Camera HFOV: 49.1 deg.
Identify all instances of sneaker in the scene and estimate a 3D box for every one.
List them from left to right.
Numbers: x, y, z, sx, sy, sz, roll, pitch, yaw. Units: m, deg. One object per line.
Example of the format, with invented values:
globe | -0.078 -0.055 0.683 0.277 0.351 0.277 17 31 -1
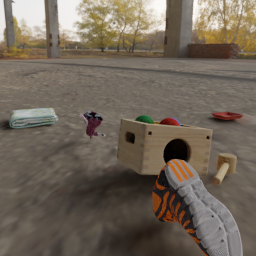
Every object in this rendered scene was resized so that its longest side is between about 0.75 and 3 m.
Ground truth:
sneaker | 0.853 1.222 3.786 0.585 0.845 1.508 -9 55 -28

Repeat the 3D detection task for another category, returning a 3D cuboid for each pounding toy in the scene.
pounding toy | 1.129 0.337 5.289 2.164 0.990 1.902 4 4 -20

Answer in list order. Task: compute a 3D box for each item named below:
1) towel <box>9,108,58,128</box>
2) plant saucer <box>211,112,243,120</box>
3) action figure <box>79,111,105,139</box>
towel | -3.116 -0.348 9.268 1.469 0.354 1.257 -5 17 -19
plant saucer | 3.444 -0.418 9.739 0.780 0.143 0.778 -4 13 -20
action figure | -0.943 -0.004 7.291 0.624 0.838 0.561 -20 50 -41
